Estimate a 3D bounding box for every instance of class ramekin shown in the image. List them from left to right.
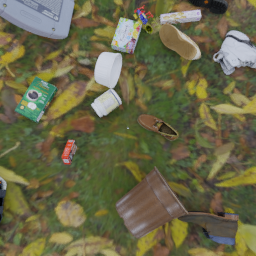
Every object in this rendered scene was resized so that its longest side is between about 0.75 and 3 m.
[{"bbox_3d":[-0.705,-2.085,9.960,0.611,1.254,1.254,17,80,11],"label":"ramekin"}]

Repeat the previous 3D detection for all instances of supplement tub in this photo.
[{"bbox_3d":[-0.773,-0.881,9.981,0.930,0.674,0.674,-37,81,-7],"label":"supplement tub"}]

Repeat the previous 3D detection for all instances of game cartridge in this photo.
[{"bbox_3d":[-3.386,-4.440,9.879,2.979,0.619,1.984,17,81,-40],"label":"game cartridge"}]

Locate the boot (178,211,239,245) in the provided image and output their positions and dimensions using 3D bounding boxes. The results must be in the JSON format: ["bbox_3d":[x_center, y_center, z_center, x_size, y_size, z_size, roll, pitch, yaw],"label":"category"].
[{"bbox_3d":[2.604,3.256,9.145,2.087,0.780,1.011,3,77,-1],"label":"boot"}]

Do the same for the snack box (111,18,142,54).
[{"bbox_3d":[-0.052,-3.513,10.669,0.859,0.320,1.208,16,78,5],"label":"snack box"}]

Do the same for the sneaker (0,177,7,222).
[{"bbox_3d":[-4.604,2.316,9.159,1.099,1.085,2.767,-22,78,2],"label":"sneaker"}]

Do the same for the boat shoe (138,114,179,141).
[{"bbox_3d":[1.086,-0.094,9.902,1.582,0.538,0.569,25,80,5],"label":"boat shoe"}]

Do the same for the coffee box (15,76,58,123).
[{"bbox_3d":[-3.315,-1.028,10.190,0.914,0.327,1.487,26,81,5],"label":"coffee box"}]

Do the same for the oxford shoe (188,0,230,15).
[{"bbox_3d":[2.982,-5.194,10.863,2.036,0.740,0.860,28,69,0],"label":"oxford shoe"}]

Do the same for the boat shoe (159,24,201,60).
[{"bbox_3d":[1.930,-3.144,10.404,0.730,0.685,1.980,-52,58,28],"label":"boat shoe"}]

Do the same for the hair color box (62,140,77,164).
[{"bbox_3d":[-2.000,0.819,9.576,0.238,0.394,0.776,1,46,9],"label":"hair color box"}]

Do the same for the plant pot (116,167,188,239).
[{"bbox_3d":[0.663,2.418,8.848,1.743,1.761,1.761,-35,81,2],"label":"plant pot"}]

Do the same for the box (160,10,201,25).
[{"bbox_3d":[2.022,-4.271,10.825,1.552,0.300,0.322,-7,79,-1],"label":"box"}]

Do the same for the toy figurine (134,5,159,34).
[{"bbox_3d":[0.669,-4.200,10.646,0.560,0.636,1.062,-34,123,22],"label":"toy figurine"}]

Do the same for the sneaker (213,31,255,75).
[{"bbox_3d":[4.325,-2.412,10.197,2.379,0.894,1.367,37,82,12],"label":"sneaker"}]
